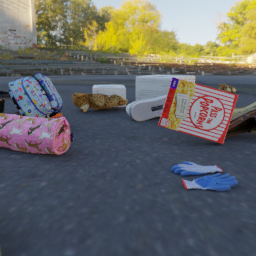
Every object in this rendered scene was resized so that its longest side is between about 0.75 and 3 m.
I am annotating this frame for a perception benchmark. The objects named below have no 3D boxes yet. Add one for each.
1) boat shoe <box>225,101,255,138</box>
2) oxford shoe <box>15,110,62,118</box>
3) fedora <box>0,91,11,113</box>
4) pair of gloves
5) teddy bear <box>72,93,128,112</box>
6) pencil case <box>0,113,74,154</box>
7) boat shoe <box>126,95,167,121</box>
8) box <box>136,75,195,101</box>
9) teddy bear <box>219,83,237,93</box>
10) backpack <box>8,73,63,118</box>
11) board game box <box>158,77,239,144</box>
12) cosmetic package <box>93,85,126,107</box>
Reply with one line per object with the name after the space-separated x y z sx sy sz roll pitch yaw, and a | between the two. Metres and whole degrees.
3.958 -0.204 8.756 2.729 0.984 0.982 -10 47 -2 | boat shoe
-3.791 -0.751 11.784 1.947 0.706 0.693 -7 15 -27 | oxford shoe
-6.128 -0.989 11.987 2.345 1.071 2.345 2 14 0 | fedora
1.532 0.961 5.815 1.110 0.157 1.380 -1 14 -6 | pair of gloves
-1.342 -1.213 13.541 2.666 0.890 1.933 -4 11 -35 | teddy bear
-2.654 0.124 7.554 2.304 0.954 0.997 4 20 21 | pencil case
1.315 -0.920 12.016 2.952 1.047 1.030 -12 19 -19 | boat shoe
2.060 -2.060 15.365 2.435 1.600 2.448 10 17 36 | box
7.828 -3.064 22.155 1.206 0.555 1.663 -14 26 -24 | teddy bear
-3.278 -1.086 9.927 1.284 1.743 1.909 -29 2 1 | backpack
1.997 -0.510 8.132 1.924 1.458 0.446 15 6 4 | board game box
-1.032 -1.780 15.329 1.761 1.083 1.756 0 14 -5 | cosmetic package
